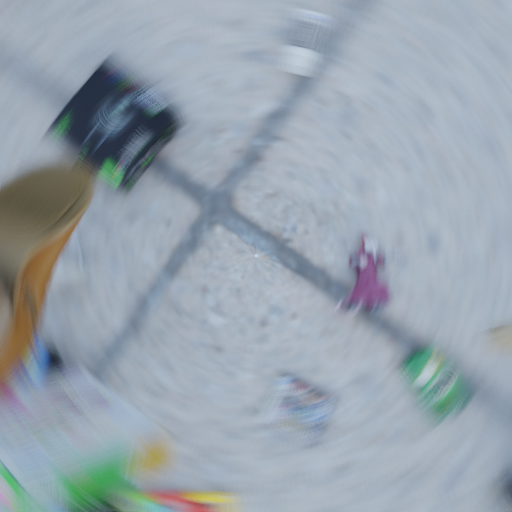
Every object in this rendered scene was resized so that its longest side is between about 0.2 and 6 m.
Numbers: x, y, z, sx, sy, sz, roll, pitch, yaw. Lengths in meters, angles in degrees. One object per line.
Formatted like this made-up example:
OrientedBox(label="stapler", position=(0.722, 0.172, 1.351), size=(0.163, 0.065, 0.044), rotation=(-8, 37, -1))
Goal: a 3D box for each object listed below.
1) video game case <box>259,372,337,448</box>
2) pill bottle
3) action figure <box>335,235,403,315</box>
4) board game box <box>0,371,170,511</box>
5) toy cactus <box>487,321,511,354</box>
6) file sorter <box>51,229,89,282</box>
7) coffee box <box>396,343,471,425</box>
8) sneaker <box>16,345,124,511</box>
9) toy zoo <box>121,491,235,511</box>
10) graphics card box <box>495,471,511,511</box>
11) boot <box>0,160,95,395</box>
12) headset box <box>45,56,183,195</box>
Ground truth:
OrientedBox(label="video game case", position=(0.746, 2.752, 10.006), size=(1.083, 0.138, 0.978), rotation=(26, 88, 1))
OrientedBox(label="pill bottle", position=(0.852, -3.778, 9.973), size=(0.562, 0.562, 0.988), rotation=(16, 88, 0))
OrientedBox(label="action figure", position=(1.975, 0.309, 9.910), size=(0.925, 1.029, 1.381), rotation=(8, 68, -23))
OrientedBox(label="board game box", position=(-2.426, 2.180, 6.899), size=(1.784, 2.332, 0.470), rotation=(-7, 104, -40))
OrientedBox(label="toy cactus", position=(3.694, 0.909, 6.755), size=(1.660, 2.011, 1.028), rotation=(-7, 128, 19))
OrientedBox(label="file sorter", position=(-4.072, -0.088, 9.520), size=(1.888, 1.310, 1.176), rotation=(-13, 85, 0))
OrientedBox(label="coffee box", position=(3.145, 2.271, 9.951), size=(0.765, 0.274, 1.245), rotation=(-34, 88, -1))
OrientedBox(label="sneaker", position=(-3.124, 3.186, 9.516), size=(1.456, 1.245, 3.513), rotation=(-17, 87, -35))
OrientedBox(label="toy zoo", position=(-1.227, 4.952, 9.896), size=(2.289, 0.234, 1.502), rotation=(-1, 88, 0))
OrientedBox(label="graphics card box", position=(5.459, 3.837, 9.291), size=(2.391, 1.500, 0.608), rotation=(-14, 86, 0))
OrientedBox(label="boot", position=(-2.752, 0.317, 6.829), size=(1.032, 2.088, 2.690), rotation=(16, 57, -2))
OrientedBox(label="headset box", position=(-2.482, -2.196, 9.788), size=(1.586, 0.845, 1.822), rotation=(39, 89, 1))
